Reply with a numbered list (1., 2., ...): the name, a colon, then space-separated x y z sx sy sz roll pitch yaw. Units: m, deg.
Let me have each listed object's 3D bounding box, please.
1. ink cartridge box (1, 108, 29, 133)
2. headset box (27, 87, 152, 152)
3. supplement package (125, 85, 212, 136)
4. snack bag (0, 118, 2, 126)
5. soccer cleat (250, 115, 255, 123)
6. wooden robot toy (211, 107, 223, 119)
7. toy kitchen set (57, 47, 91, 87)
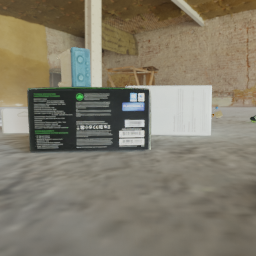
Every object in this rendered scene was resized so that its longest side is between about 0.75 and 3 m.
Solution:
1. ink cartridge box: -2.516 -0.225 7.280 1.059 0.602 1.453 -1 5 -6
2. headset box: -0.643 -0.214 5.157 1.840 0.981 2.114 0 5 -5
3. supplement package: 0.927 -0.417 6.610 1.907 1.115 1.119 1 5 9
4. snack bag: -5.206 -0.182 8.842 2.283 0.244 2.152 3 6 26
5. soccer cleat: 4.720 -0.388 9.918 0.371 0.445 1.098 -1 5 -9
6. wooden robot toy: 2.873 -0.384 10.545 1.436 0.633 0.652 2 -29 28
7. toy kitchen set: -0.400 -0.978 7.551 2.559 2.050 1.507 -5 6 -44
